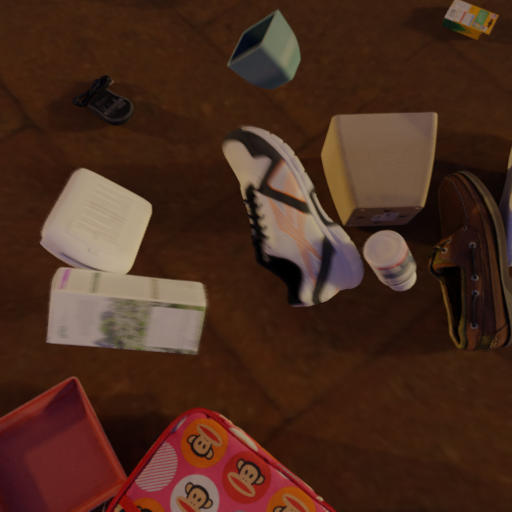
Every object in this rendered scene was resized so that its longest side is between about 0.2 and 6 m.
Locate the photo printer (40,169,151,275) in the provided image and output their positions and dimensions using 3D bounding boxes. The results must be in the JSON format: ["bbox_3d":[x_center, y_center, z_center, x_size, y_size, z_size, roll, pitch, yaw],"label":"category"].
[{"bbox_3d":[-1.964,-0.355,6.948,1.126,0.470,1.353,27,40,-19],"label":"photo printer"}]

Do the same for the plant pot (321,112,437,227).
[{"bbox_3d":[2.006,-1.319,9.255,1.639,1.638,1.451,-1,77,-1],"label":"plant pot"}]

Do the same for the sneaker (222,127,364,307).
[{"bbox_3d":[0.293,-0.544,7.575,1.098,1.012,2.745,-31,80,-22],"label":"sneaker"}]

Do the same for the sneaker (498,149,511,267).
[{"bbox_3d":[4.943,-1.013,9.309,1.504,1.072,3.033,18,64,13],"label":"sneaker"}]

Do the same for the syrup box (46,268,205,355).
[{"bbox_3d":[-1.472,0.632,6.420,1.671,0.680,0.658,7,111,-13],"label":"syrup box"}]

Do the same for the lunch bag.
[{"bbox_3d":[-0.506,3.730,7.387,2.871,1.176,2.529,36,77,14],"label":"lunch bag"}]

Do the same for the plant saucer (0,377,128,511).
[{"bbox_3d":[-3.004,2.994,8.075,1.829,0.336,1.826,-30,71,-11],"label":"plant saucer"}]

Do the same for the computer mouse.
[{"bbox_3d":[-2.738,-2.806,10.502,1.294,0.341,0.896,38,72,26],"label":"computer mouse"}]

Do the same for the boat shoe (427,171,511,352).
[{"bbox_3d":[3.307,0.012,8.898,1.021,1.080,3.003,-8,68,-4],"label":"boat shoe"}]

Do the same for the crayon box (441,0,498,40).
[{"bbox_3d":[4.314,-4.757,11.322,0.940,0.242,0.591,27,70,11],"label":"crayon box"}]

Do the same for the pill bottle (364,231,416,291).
[{"bbox_3d":[1.765,0.097,7.239,0.520,0.869,0.520,-15,56,23],"label":"pill bottle"}]

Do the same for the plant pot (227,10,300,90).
[{"bbox_3d":[0.191,-2.794,7.875,0.751,0.738,0.736,39,59,-31],"label":"plant pot"}]
